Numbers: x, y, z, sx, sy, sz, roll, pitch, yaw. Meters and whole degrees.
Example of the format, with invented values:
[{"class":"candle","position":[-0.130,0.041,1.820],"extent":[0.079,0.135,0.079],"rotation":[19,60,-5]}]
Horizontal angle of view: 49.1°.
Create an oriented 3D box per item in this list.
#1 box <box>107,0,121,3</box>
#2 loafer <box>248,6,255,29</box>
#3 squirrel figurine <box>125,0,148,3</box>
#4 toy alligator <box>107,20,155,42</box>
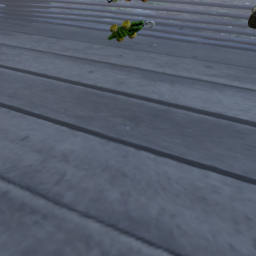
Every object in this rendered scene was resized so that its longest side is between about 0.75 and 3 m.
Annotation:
[{"class":"box","position":[-0.800,-5.325,9.478],"extent":[0.354,2.037,1.121],"rotation":[-19,19,30]},{"class":"loafer","position":[2.241,-1.809,4.521],"extent":[0.462,0.417,1.221],"rotation":[9,7,30]},{"class":"squirrel figurine","position":[0.408,-4.533,9.250],"extent":[0.860,0.652,0.922],"rotation":[3,10,28]},{"class":"toy alligator","position":[0.099,-3.448,9.667],"extent":[1.852,0.614,0.445],"rotation":[-7,57,27]}]
